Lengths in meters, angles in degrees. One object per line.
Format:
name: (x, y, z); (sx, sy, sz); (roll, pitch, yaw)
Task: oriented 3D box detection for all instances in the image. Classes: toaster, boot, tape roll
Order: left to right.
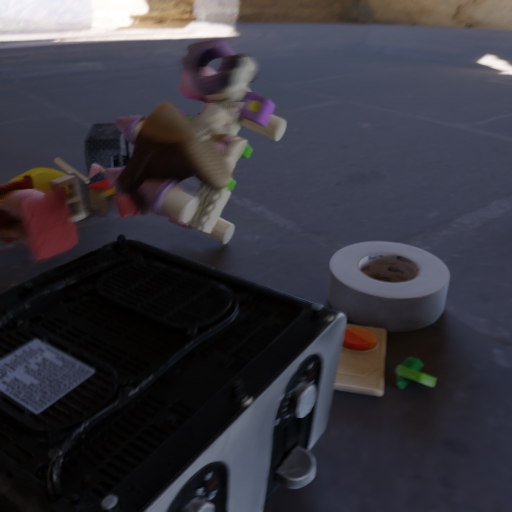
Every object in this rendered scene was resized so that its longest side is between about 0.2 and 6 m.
toaster: (-1.355, 1.441, 5.254); (3.506, 2.080, 3.170); (18, 33, 30)
boot: (-1.344, -1.256, 8.879); (0.722, 1.661, 1.997); (-1, 45, -51)
tape roll: (2.029, 0.427, 8.717); (1.802, 0.595, 1.802); (-1, 28, 0)

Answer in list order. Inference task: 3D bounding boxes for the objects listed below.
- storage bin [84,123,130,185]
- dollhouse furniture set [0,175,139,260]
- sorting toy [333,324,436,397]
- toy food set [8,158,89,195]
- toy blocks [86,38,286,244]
storage bin: (-3.499, -2.384, 13.315); (0.831, 1.198, 1.773); (-4, 28, -7)
dollhouse furniture set: (-3.271, -1.026, 10.230); (1.422, 1.075, 2.643); (18, 35, 39)
sorting toy: (1.341, 1.288, 7.431); (1.967, 0.290, 1.454); (6, 29, 12)
toy food set: (-4.545, -1.329, 12.118); (1.115, 0.619, 1.895); (31, 36, 6)
toy blocks: (-1.397, -2.062, 9.578); (2.577, 2.860, 3.061); (28, 2, 15)
